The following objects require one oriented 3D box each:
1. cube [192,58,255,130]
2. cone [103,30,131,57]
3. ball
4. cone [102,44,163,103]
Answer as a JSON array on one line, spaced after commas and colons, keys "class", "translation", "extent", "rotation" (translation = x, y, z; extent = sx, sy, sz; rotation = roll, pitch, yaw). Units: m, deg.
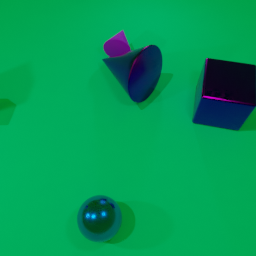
[{"class": "cube", "translation": [2.581, -0.895, 7.616], "extent": [1.325, 1.325, 1.325], "rotation": [10, 63, 6]}, {"class": "cone", "translation": [-0.249, -2.794, 8.877], "extent": [0.887, 0.887, 0.890], "rotation": [10, 63, 6]}, {"class": "ball", "translation": [-0.622, 1.979, 6.154], "extent": [0.990, 0.990, 0.990], "rotation": [0, 60, 0]}, {"class": "cone", "translation": [-0.135, -1.793, 8.206], "extent": [1.668, 1.661, 1.661], "rotation": [25, 62, 29]}]
